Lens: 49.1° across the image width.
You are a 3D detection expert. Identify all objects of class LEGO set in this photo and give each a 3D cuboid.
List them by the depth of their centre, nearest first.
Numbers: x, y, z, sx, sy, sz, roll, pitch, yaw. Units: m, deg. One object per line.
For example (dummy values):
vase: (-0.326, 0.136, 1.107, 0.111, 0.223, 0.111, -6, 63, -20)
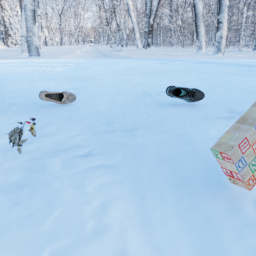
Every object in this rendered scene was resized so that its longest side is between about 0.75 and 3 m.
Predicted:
LEGO set: (-2.087, 0.104, 5.328, 0.282, 0.996, 0.647, 10, 46, -43)

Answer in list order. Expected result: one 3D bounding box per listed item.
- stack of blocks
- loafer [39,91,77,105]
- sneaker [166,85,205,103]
stack of blocks: (1.963, 0.181, 4.251, 1.347, 0.775, 0.394, -43, 24, -14)
loafer: (-2.528, -1.120, 10.320, 1.429, 0.514, 0.449, 1, 6, -35)
sneaker: (2.163, -1.231, 10.390, 1.509, 0.569, 0.598, 5, 10, -7)
